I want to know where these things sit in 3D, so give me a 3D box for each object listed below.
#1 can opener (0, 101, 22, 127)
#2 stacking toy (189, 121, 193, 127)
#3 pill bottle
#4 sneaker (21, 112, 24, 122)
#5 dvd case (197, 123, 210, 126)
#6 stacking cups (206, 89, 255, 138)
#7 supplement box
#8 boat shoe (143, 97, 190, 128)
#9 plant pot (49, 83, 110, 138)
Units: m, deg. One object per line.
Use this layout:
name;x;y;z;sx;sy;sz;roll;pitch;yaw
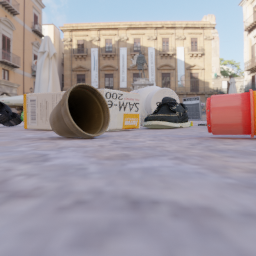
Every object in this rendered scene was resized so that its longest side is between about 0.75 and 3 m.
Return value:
can opener;-5.097;-0.332;9.848;2.711;1.066;0.859;-3;40;19
stacking toy;2.096;-0.164;10.705;0.676;0.211;0.897;1;2;21
pill bottle;0.895;-0.918;11.819;1.618;1.618;2.831;-1;1;-22
sneaker;-2.912;-0.525;10.416;2.544;0.942;1.063;1;-2;15
dvd case;3.329;-0.136;11.531;0.932;0.103;0.680;1;2;12
stacking cups;2.451;-0.156;3.485;2.823;0.854;0.854;-5;0;23
supplement box;-1.126;-0.413;6.833;2.479;0.911;1.562;2;3;31
boat shoe;1.246;-0.471;8.515;1.060;0.940;2.836;1;2;32
plant pot;-0.741;-0.168;3.966;0.661;0.762;0.762;-20;-12;40
